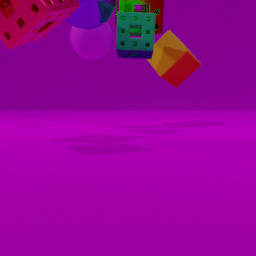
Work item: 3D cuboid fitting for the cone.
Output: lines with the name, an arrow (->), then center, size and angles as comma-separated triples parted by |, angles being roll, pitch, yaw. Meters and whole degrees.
cone -> -0.769, -2.631, 5.643 | 1.358, 1.358, 1.363 | -1, 25, -15

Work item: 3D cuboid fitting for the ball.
ball -> -0.976, -2.431, 7.540 | 1.142, 1.142, 1.142 | 0, 4, 0

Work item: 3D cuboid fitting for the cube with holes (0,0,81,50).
cube with holes -> -1.580, -2.010, 4.374 | 0.987, 0.987, 0.987 | -26, 16, 30

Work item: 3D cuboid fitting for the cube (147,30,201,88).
cube -> 1.674, -2.550, 10.498 | 1.296, 1.296, 1.296 | -43, -33, 21

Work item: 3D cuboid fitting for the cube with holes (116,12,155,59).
cube with holes -> 0.215, -2.564, 7.887 | 1.000, 1.000, 1.000 | 3, 2, 2

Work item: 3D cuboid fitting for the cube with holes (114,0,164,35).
cube with holes -> 0.304, -3.859, 8.946 | 1.372, 1.372, 1.372 | -6, 37, -6
